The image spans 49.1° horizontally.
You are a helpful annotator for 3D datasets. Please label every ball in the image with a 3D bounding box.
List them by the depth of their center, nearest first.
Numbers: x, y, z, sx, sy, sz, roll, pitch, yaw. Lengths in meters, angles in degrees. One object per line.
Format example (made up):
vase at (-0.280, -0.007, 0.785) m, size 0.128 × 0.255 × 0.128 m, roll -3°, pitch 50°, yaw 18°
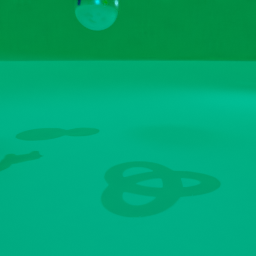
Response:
ball at (-0.728, -2.821, 6.488) m, size 1.068 × 1.068 × 1.068 m, roll 0°, pitch 15°, yaw 0°
